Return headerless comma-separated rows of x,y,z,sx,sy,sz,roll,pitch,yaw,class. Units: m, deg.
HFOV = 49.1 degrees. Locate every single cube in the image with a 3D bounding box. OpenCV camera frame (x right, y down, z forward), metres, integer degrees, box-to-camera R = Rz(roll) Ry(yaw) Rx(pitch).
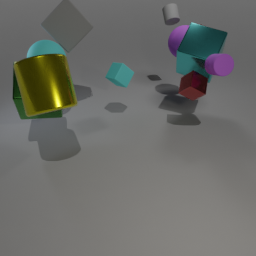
2.727,-2.805,10.546,1.400,1.400,1.400,22,72,16,cube
-2.374,-3.980,10.905,1.400,1.400,1.400,-44,23,4,cube
-2.929,-1.225,9.243,1.400,1.400,1.400,-4,66,-12,cube
-0.326,-2.093,11.043,0.700,0.700,0.700,31,-6,-40,cube
2.326,-1.504,9.996,0.700,0.700,0.700,23,67,-22,cube

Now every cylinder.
-2.192,-1.132,7.557,1.400,1.400,1.400,-13,5,1,cylinder
1.966,-5.170,12.774,0.700,0.700,0.700,-10,-7,-1,cylinder
2.978,-2.069,9.170,0.700,0.700,0.700,-5,15,-9,cylinder

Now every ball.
-2.959,-2.494,10.251,1.400,1.400,1.400,0,30,0,ball
2.443,-3.716,12.157,1.400,1.400,1.400,0,30,0,ball
